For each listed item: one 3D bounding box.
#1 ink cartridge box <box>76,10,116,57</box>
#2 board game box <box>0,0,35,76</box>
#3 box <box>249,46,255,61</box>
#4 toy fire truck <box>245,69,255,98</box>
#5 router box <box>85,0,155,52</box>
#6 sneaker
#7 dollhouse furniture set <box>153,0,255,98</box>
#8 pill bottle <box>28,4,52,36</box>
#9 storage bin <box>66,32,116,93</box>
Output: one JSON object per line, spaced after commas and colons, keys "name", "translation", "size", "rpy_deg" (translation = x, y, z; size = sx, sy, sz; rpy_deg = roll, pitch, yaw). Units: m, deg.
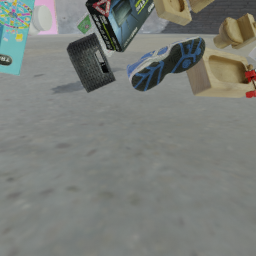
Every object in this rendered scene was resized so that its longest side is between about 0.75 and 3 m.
{"name": "ink cartridge box", "translation": [-0.900, -3.645, 10.354], "size": [1.201, 1.652, 0.723], "rpy_deg": [-42, 32, 15]}
{"name": "board game box", "translation": [-2.829, -2.322, 5.458], "size": [1.740, 2.305, 0.541], "rpy_deg": [4, 28, -37]}
{"name": "box", "translation": [3.844, -2.237, 7.353], "size": [0.596, 1.176, 0.662], "rpy_deg": [40, 76, 7]}
{"name": "toy fire truck", "translation": [2.671, -0.959, 5.913], "size": [0.196, 0.566, 0.803], "rpy_deg": [-9, 7, 42]}
{"name": "router box", "translation": [-0.108, -3.655, 8.308], "size": [0.697, 1.682, 2.245], "rpy_deg": [22, 70, 29]}
{"name": "sneaker", "translation": [0.442, -0.837, 3.346], "size": [1.036, 0.392, 0.399], "rpy_deg": [-26, 42, -7]}
{"name": "dollhouse furniture set", "translation": [2.431, -2.454, 5.990], "size": [2.769, 2.912, 2.372], "rpy_deg": [-4, -14, -42]}
{"name": "pill bottle", "translation": [-2.987, -3.034, 7.861], "size": [1.594, 0.867, 0.867], "rpy_deg": [3, 22, 17]}
{"name": "storage bin", "translation": [-1.034, -1.883, 7.882], "size": [0.872, 1.257, 1.859], "rpy_deg": [-24, 23, 0]}
